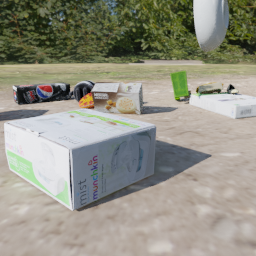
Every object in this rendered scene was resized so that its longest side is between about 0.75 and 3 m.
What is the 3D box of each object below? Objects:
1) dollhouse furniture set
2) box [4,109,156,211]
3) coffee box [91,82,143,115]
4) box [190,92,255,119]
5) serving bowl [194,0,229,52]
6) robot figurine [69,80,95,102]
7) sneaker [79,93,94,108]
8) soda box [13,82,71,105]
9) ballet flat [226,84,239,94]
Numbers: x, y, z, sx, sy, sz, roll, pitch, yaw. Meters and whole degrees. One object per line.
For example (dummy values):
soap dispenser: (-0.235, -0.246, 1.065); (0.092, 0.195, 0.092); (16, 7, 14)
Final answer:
dollhouse furniture set: (3.020, -1.970, 12.328); (2.128, 1.068, 1.394); (-9, -2, 12)
box: (-0.916, 0.361, 5.314); (2.198, 1.063, 1.939); (15, 21, 42)
coffee box: (-0.367, -1.115, 10.365); (1.761, 1.007, 0.702); (4, 41, 12)
box: (4.082, -0.977, 11.132); (2.045, 0.515, 2.834); (-6, 18, -20)
serving bowl: (2.362, -3.087, 7.655); (0.629, 1.912, 1.912); (1, 14, 30)
robot figurine: (-1.866, -1.588, 12.445); (1.177, 0.977, 1.566); (34, 16, -5)
sneaker: (-1.044, -1.135, 11.579); (1.993, 0.769, 0.727); (-18, 50, -12)
soda box: (-3.901, -1.607, 12.821); (2.425, 0.768, 0.858); (-11, 19, -31)
ballet flat: (4.455, -1.660, 11.986); (0.403, 0.345, 1.213); (2, 15, 5)
